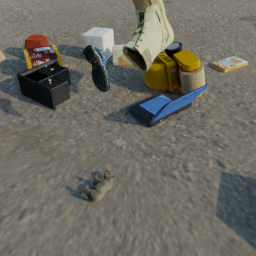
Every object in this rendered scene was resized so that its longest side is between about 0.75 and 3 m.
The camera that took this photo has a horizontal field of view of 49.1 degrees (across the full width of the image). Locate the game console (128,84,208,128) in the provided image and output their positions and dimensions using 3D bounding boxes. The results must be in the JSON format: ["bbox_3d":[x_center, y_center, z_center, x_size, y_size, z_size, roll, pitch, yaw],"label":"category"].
[{"bbox_3d":[1.367,-1.049,9.859,2.181,1.290,1.861,-26,45,-31],"label":"game console"}]

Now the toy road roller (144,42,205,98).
[{"bbox_3d":[1.722,-2.137,11.184,1.853,1.560,2.538,-24,41,-6],"label":"toy road roller"}]

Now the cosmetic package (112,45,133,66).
[{"bbox_3d":[0.077,-3.526,13.489,1.651,0.868,0.587,-4,39,-3],"label":"cosmetic package"}]

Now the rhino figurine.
[{"bbox_3d":[-0.690,1.478,7.303,0.495,0.338,1.131,29,43,15],"label":"rhino figurine"}]

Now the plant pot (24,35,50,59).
[{"bbox_3d":[-4.583,-4.105,14.142,1.113,0.981,1.112,7,38,8],"label":"plant pot"}]

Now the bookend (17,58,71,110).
[{"bbox_3d":[-2.920,-1.818,11.175,1.994,0.918,1.981,25,44,29],"label":"bookend"}]

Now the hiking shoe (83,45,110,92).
[{"bbox_3d":[-0.725,-1.659,7.751,0.512,1.377,0.597,-22,-6,36],"label":"hiking shoe"}]

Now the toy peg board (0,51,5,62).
[{"bbox_3d":[-3.509,-1.704,6.000,1.146,1.151,0.563,-35,17,-8],"label":"toy peg board"}]

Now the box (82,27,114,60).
[{"bbox_3d":[-1.437,-4.169,13.951,1.119,1.306,1.299,11,38,18],"label":"box"}]

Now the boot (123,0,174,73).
[{"bbox_3d":[0.435,-3.306,9.181,0.902,2.503,1.936,9,54,47],"label":"boot"}]

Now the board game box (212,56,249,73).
[{"bbox_3d":[4.948,-3.085,13.435,1.732,0.260,0.827,-19,42,-27],"label":"board game box"}]

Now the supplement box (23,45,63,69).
[{"bbox_3d":[-3.823,-2.967,12.642,1.452,0.964,1.432,-15,40,-18],"label":"supplement box"}]
